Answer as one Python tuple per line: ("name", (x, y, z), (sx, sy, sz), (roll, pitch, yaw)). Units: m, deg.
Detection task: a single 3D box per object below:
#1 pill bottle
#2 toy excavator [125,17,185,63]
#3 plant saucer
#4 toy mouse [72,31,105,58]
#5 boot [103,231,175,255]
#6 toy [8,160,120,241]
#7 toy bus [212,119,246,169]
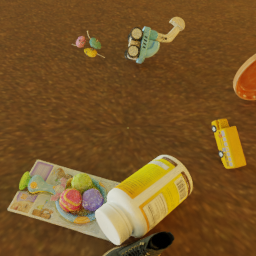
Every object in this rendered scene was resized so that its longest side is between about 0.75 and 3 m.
("pill bottle", (0.305, 1.328, 5.266), (1.803, 0.985, 0.985), (-30, 52, -31))
("toy excavator", (0.869, -2.890, 9.198), (1.721, 1.674, 0.860), (11, 5, -8))
("plant saucer", (3.734, -1.489, 7.488), (1.887, 1.887, 0.305), (-8, 55, -8))
("toy mouse", (-1.294, -2.682, 9.019), (1.139, 1.012, 0.220), (16, 62, 2))
("boot", (0.049, 2.058, 4.515), (1.363, 0.943, 0.528), (-24, 67, -25))
("toy", (-1.109, 1.296, 5.609), (2.224, 0.525, 1.280), (12, 47, 8))
("toy bus", (2.282, 0.337, 6.372), (0.367, 0.441, 1.126), (-10, 83, -22))
